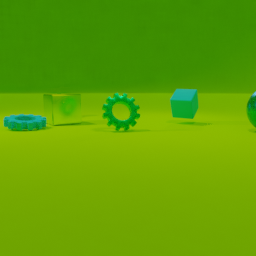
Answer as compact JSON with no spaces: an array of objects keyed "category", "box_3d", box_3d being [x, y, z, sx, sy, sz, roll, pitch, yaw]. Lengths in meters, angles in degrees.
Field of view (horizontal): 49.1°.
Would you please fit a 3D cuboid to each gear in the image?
[{"category":"gear","box_3d":[-3.152,-0.190,8.624,1.225,0.227,1.225,4,14,-1]},{"category":"gear","box_3d":[-0.198,-0.465,8.102,1.097,1.097,0.203,-2,-16,-16]}]

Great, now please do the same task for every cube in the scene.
[{"category":"cube","box_3d":[1.989,-0.851,9.821,0.759,0.759,0.759,6,39,28]},{"category":"cube","box_3d":[-2.314,-0.676,9.859,1.034,1.034,1.034,-5,9,-32]}]

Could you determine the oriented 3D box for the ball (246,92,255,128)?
[{"category":"ball","box_3d":[3.968,-0.513,7.715,1.313,1.313,1.313,0,8,0]}]
